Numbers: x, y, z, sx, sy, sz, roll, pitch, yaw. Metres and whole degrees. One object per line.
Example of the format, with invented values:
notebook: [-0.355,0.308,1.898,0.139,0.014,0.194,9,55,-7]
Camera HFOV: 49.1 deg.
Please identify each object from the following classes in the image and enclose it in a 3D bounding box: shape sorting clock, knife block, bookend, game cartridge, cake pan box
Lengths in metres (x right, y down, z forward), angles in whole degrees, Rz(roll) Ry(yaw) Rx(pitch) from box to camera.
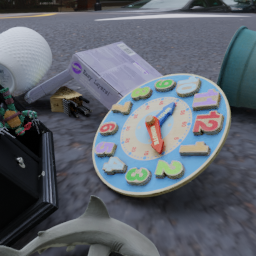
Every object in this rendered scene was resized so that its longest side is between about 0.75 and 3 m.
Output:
shape sorting clock: [0.488,-0.024,5.267,2.770,0.543,2.770,-17,46,18]
knife block: [-1.578,-0.792,8.294,1.264,0.461,1.440,3,27,5]
bookend: [-2.256,0.159,4.171,1.062,2.305,2.291,-39,30,4]
game cartridge: [-2.201,-1.397,8.554,1.966,0.398,1.311,-37,20,-22]
cake pan box: [-0.038,-1.301,7.716,2.583,0.676,2.379,42,35,7]

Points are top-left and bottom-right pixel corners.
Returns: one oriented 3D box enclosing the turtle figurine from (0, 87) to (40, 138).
turtle figurine: [-1.687,-0.148,4.056,0.601,0.803,0.404,-37,15,-28]

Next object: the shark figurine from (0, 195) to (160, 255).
shark figurine: [-0.636,1.274,3.569,1.942,0.810,1.160,1,20,-21]

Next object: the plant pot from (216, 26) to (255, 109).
plant pot: [3.889,-1.380,7.531,2.251,2.299,2.299,23,34,30]

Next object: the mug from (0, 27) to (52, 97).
mug: [-3.867,-2.024,8.652,2.474,1.826,2.169,15,33,-5]
